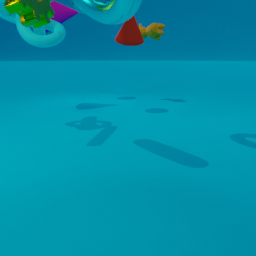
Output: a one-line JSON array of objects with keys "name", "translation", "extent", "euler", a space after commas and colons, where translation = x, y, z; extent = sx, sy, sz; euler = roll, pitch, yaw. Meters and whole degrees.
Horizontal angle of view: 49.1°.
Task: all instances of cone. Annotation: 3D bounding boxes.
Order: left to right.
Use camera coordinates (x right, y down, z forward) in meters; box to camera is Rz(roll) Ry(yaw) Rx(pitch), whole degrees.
[{"name": "cone", "translation": [-2.385, -3.807, 9.315], "extent": [1.490, 1.484, 1.484], "euler": [-7, 16, -9]}, {"name": "cone", "translation": [0.079, -3.115, 8.522], "extent": [0.918, 0.921, 0.918], "euler": [3, 37, -2]}]

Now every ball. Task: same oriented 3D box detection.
[{"name": "ball", "translation": [-1.697, -4.869, 10.791], "extent": [0.888, 0.888, 0.888], "euler": [0, 15, 0]}]

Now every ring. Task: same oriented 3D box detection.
[{"name": "ring", "translation": [-0.569, -2.468, 3.991], "extent": [0.417, 2.083, 2.083], "euler": [-43, 33, -20]}]

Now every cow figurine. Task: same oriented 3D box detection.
[{"name": "cow figurine", "translation": [0.822, -3.767, 10.842], "extent": [1.043, 0.582, 1.060], "euler": [12, -2, -7]}]

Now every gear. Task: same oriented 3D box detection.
[{"name": "gear", "translation": [-1.986, -2.762, 5.223], "extent": [0.314, 1.696, 1.696], "euler": [-14, 11, 15]}]

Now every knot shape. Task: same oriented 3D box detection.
[{"name": "knot shape", "translation": [-2.328, -2.612, 6.869], "extent": [1.693, 0.782, 1.584], "euler": [38, 10, -14]}]
